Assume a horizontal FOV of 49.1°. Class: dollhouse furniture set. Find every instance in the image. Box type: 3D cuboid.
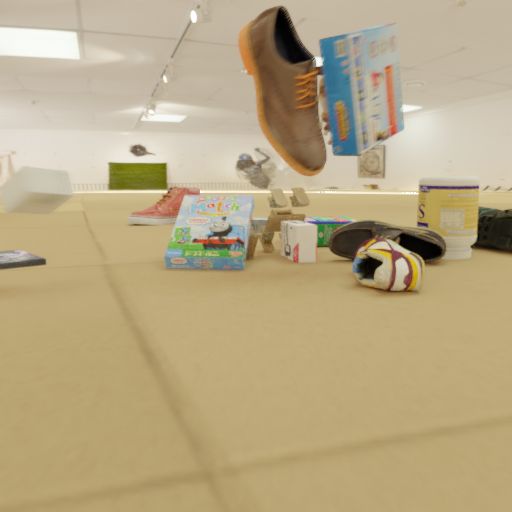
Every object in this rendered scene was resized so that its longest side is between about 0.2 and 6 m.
[{"bbox_3d":[0.327,-0.554,11.413,1.466,1.347,0.954,-4,48,-19],"label":"dollhouse furniture set"}]

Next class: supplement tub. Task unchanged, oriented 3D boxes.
[{"bbox_3d":[3.857,-0.797,11.320,1.176,1.618,1.176,0,9,0],"label":"supplement tub"}]

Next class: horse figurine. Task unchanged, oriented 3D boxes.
[{"bbox_3d":[1.533,-3.329,12.138,0.473,1.894,1.255,1,39,18],"label":"horse figurine"}]

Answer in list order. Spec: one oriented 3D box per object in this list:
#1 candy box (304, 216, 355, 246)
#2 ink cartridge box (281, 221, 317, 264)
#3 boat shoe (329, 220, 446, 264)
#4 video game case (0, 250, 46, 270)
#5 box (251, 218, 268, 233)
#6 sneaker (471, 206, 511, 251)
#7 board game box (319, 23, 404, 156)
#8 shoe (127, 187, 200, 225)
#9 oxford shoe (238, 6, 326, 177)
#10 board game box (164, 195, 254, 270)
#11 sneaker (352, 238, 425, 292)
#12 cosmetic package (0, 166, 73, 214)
[{"bbox_3d":[1.531,-0.594,13.313,1.594,0.614,1.348,-3,10,-10],"label":"candy box"},{"bbox_3d":[0.821,-0.288,10.961,0.422,0.725,1.001,-2,9,-15],"label":"ink cartridge box"},{"bbox_3d":[2.472,-0.248,10.495,2.195,0.818,0.805,0,9,5],"label":"boat shoe"},{"bbox_3d":[-4.778,0.074,10.577,1.092,0.145,1.529,-7,10,-39],"label":"video game case"},{"bbox_3d":[0.033,-0.870,15.903,0.658,0.376,0.716,0,8,-2],"label":"box"},{"bbox_3d":[5.161,-0.576,12.662,1.167,1.110,2.945,12,7,-34],"label":"sneaker"},{"bbox_3d":[1.877,-2.881,9.634,0.534,1.911,1.871,6,26,36],"label":"board game box"},{"bbox_3d":[-2.961,-1.663,18.318,2.642,1.202,0.944,-6,11,-35],"label":"shoe"},{"bbox_3d":[0.588,-2.721,9.410,1.013,2.841,1.036,-29,9,-30],"label":"oxford shoe"},{"bbox_3d":[-0.827,-0.479,10.478,1.403,0.339,1.855,1,41,7],"label":"board game box"},{"bbox_3d":[1.793,0.084,8.637,0.842,0.700,1.869,4,7,-15],"label":"sneaker"},{"bbox_3d":[-3.190,-0.934,8.133,0.706,0.436,0.708,-26,-15,36],"label":"cosmetic package"}]
